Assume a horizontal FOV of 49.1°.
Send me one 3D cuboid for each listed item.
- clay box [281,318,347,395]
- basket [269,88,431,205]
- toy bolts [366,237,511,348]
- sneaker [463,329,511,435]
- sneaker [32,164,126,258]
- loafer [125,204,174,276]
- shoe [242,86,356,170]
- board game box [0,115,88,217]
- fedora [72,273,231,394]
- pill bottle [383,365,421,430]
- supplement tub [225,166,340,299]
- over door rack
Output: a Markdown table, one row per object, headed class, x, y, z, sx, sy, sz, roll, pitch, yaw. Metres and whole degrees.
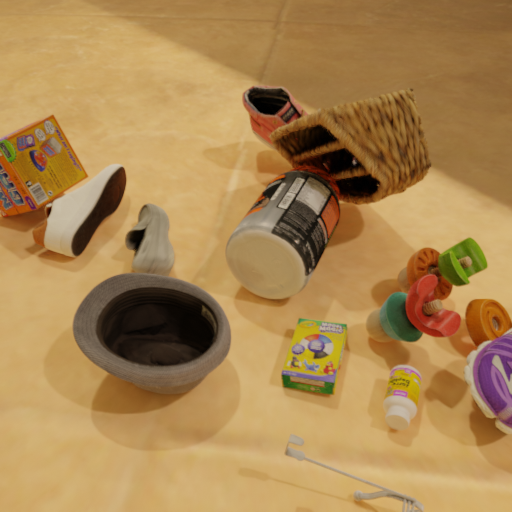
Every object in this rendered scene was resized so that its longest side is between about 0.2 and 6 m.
| class | x | y | z | sx | sy | sz | roll | pitch | yaw |
| --- | --- | --- | --- | --- | --- | --- | --- | --- | --- |
| clay box | 0.878 | 1.364 | 8.120 | 0.751 | 0.311 | 1.306 | 5 | 40 | 16 |
| basket | 1.587 | -1.720 | 9.993 | 1.860 | 1.782 | 2.497 | -18 | 9 | -18 |
| toy bolts | 2.635 | 0.887 | 8.445 | 1.960 | 1.359 | 1.872 | -23 | 84 | -39 |
| sneaker | 3.755 | 1.252 | 7.442 | 2.652 | 1.106 | 1.069 | -34 | 77 | -34 |
| sneaker | -3.348 | -1.036 | 10.643 | 1.053 | 0.906 | 2.488 | 12 | 42 | 11 |
| loafer | -1.914 | -0.338 | 9.787 | 0.720 | 0.721 | 2.063 | 17 | 26 | -26 |
| shoe | 0.871 | -2.605 | 11.851 | 2.822 | 1.284 | 1.008 | 36 | 81 | 27 |
| board game box | -4.401 | -1.714 | 10.786 | 1.346 | 1.347 | 1.346 | -5 | 30 | 40 |
| fedora | -1.401 | 1.206 | 7.839 | 2.126 | 0.960 | 1.880 | 11 | 41 | 5 |
| pill bottle | 1.931 | 1.882 | 7.429 | 0.431 | 0.431 | 0.826 | 12 | 40 | 15 |
| supplement tub | 0.567 | -0.498 | 9.567 | 1.454 | 1.454 | 2.373 | 14 | 40 | 17 |
| over door rack | 0.873 | 2.893 | 5.932 | 1.754 | 0.584 | 1.296 | 28 | 42 | -1 |
